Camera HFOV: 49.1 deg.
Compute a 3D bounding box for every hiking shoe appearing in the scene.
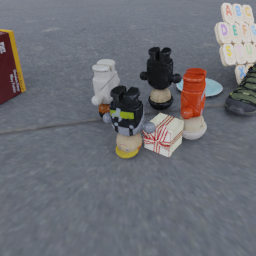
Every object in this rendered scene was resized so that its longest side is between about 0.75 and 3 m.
[{"bbox_3d":[3.726,-1.325,8.504,0.999,1.328,2.639,21,38,29],"label":"hiking shoe"}]

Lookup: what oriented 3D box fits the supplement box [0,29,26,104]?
[{"bbox_3d":[-4.540,-1.792,8.558,1.379,2.049,2.077,14,35,21],"label":"supplement box"}]

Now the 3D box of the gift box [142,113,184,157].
[{"bbox_3d":[0.817,0.115,6.746,0.795,0.861,0.804,16,37,32],"label":"gift box"}]

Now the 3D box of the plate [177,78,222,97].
[{"bbox_3d":[2.444,-1.375,9.644,1.539,0.197,1.539,-1,32,0],"label":"plate"}]

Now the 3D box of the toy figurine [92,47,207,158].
[{"bbox_3d":[0.482,-0.694,7.234,2.650,1.873,2.692,-18,38,-16],"label":"toy figurine"}]

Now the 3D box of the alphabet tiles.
[{"bbox_3d":[4.136,-2.962,9.825,2.906,2.842,0.212,-13,1,-34],"label":"alphabet tiles"}]
